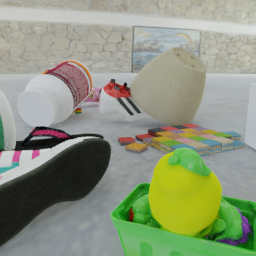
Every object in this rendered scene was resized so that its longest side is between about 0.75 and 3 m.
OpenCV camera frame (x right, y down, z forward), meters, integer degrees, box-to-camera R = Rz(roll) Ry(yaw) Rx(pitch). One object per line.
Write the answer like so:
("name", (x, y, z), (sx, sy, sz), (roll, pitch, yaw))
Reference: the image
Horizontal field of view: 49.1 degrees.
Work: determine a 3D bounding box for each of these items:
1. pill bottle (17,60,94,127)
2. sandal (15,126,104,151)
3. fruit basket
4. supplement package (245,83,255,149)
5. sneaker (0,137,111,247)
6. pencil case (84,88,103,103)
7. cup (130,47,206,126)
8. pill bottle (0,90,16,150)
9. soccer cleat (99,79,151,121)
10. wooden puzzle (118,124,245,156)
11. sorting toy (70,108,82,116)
("pill bottle", (-2.148, -1.077, 8.574), (1.483, 1.483, 2.625), (3, 27, 13))
("sandal", (-1.574, 0.176, 6.096), (2.149, 0.484, 0.807), (-7, 15, -26))
("fruit basket", (0.502, 0.676, 2.421), (1.308, 1.308, 0.943), (6, 14, 23))
("supplement package", (3.875, -0.188, 5.570), (2.502, 1.423, 1.370), (-1, 15, -5))
("sneaker", (-1.437, 0.536, 3.634), (1.472, 1.019, 2.437), (19, 22, 29))
("pencil case", (-1.675, -1.375, 11.564), (1.800, 0.745, 0.779), (-2, 49, -34))
("cup", (1.341, -1.370, 8.066), (2.176, 1.557, 2.176), (17, 39, -15))
("pill bottle", (-3.176, 0.173, 3.768), (1.570, 1.570, 2.784), (10, 16, 38))
("soccer cleat", (0.374, -0.675, 8.718), (2.684, 1.143, 0.921), (11, 34, -24))
("wooden puzzle", (1.331, 0.247, 6.389), (2.966, 0.208, 1.759), (-7, 15, -28))
("sorting toy", (-2.537, -0.580, 9.650), (0.946, 0.332, 1.963), (8, 16, 30))
